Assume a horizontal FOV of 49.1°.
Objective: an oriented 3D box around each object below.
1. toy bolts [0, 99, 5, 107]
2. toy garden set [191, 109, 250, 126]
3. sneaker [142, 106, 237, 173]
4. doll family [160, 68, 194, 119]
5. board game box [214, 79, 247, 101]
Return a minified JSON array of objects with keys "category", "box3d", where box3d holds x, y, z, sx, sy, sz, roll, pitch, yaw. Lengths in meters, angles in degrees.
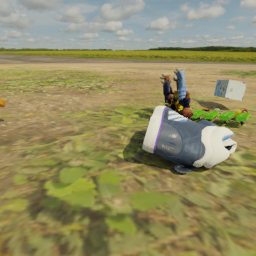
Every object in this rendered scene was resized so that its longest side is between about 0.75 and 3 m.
[{"category":"toy bolts","box3d":[-4.341,-0.572,8.078,1.228,0.891,1.285,12,-14,-6]},{"category":"toy garden set","box3d":[3.040,-0.361,9.116,1.725,0.344,1.438,6,15,30]},{"category":"sneaker","box3d":[1.364,0.224,6.184,1.839,1.012,2.512,15,11,8]},{"category":"doll family","box3d":[1.504,-0.936,8.733,0.968,1.426,2.467,-5,-2,11]},{"category":"board game box","box3d":[3.954,-1.493,10.928,0.689,0.702,1.338,10,11,-3]}]
